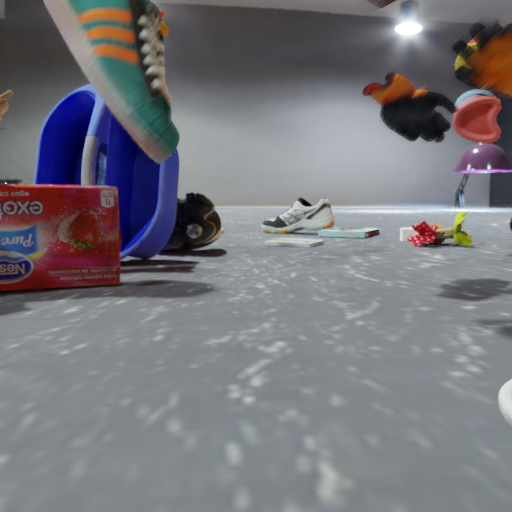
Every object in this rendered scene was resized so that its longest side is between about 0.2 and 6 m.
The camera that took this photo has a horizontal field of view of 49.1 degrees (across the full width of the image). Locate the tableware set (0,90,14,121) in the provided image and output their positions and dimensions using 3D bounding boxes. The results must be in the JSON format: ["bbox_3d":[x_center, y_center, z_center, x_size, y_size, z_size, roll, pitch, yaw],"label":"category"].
[{"bbox_3d":[-4.125,-0.740,6.198,3.309,0.384,2.764,-10,34,52],"label":"tableware set"}]

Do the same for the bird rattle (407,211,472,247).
[{"bbox_3d":[3.743,-0.402,11.595,1.330,0.749,1.084,-13,-5,-3],"label":"bird rattle"}]

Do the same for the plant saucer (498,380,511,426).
[{"bbox_3d":[1.463,0.696,2.031,1.088,0.273,1.088,0,6,0],"label":"plant saucer"}]

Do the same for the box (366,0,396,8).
[{"bbox_3d":[1.615,-3.136,5.692,1.292,0.647,0.484,-32,57,-16],"label":"box"}]

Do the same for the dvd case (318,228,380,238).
[{"bbox_3d":[2.401,-0.597,14.344,1.200,0.181,1.644,3,8,25],"label":"dvd case"}]

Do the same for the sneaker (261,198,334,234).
[{"bbox_3d":[1.098,-1.104,15.177,2.083,0.913,0.788,-6,6,25],"label":"sneaker"}]

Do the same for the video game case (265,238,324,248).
[{"bbox_3d":[0.808,-0.271,11.680,0.996,0.114,0.906,4,7,24],"label":"video game case"}]

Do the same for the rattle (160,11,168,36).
[{"bbox_3d":[-1.960,-4.825,11.674,0.460,0.504,0.706,-39,30,-24],"label":"rattle"}]

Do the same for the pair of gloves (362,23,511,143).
[{"bbox_3d":[2.414,-1.970,6.716,1.899,0.235,1.692,-22,-27,37],"label":"pair of gloves"}]

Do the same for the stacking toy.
[{"bbox_3d":[4.461,-3.044,10.152,1.689,1.866,0.788,9,43,19],"label":"stacking toy"}]

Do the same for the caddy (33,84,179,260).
[{"bbox_3d":[-2.305,-1.218,8.672,2.052,2.903,1.524,0,-11,9],"label":"caddy"}]

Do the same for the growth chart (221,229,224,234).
[{"bbox_3d":[-2.073,-0.740,15.551,2.282,0.202,1.652,-1,7,-8],"label":"growth chart"}]

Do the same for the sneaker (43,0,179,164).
[{"bbox_3d":[-1.667,-2.703,7.296,1.260,3.153,1.125,-32,-14,-1],"label":"sneaker"}]

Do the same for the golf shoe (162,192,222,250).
[{"bbox_3d":[-2.191,-0.511,10.475,3.148,1.215,1.386,5,-11,9],"label":"golf shoe"}]

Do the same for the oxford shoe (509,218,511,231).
[{"bbox_3d":[6.555,-0.639,11.009,1.350,1.162,3.198,-12,2,-35],"label":"oxford shoe"}]

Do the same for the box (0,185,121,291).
[{"bbox_3d":[-2.853,-0.231,6.405,2.421,1.156,1.207,-3,7,-23],"label":"box"}]

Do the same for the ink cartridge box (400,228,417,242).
[{"bbox_3d":[3.749,-0.483,12.694,0.909,0.307,0.530,1,6,9],"label":"ink cartridge box"}]
